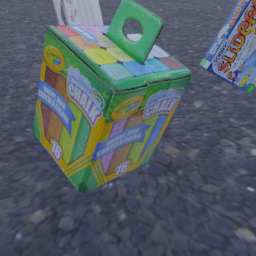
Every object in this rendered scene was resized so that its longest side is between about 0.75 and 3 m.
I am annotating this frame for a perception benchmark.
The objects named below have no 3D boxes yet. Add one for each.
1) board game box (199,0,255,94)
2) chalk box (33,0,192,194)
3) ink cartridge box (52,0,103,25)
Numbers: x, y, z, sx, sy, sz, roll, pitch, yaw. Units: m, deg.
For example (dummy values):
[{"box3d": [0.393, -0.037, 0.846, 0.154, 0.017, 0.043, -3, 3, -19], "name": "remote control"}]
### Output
[{"box3d": [1.645, -1.196, 3.676, 0.886, 1.308, 0.225, 19, 21, -25], "name": "board game box"}, {"box3d": [-0.281, -0.570, 4.288, 1.584, 2.558, 1.592, -19, 52, -40], "name": "chalk box"}, {"box3d": [-1.483, -3.083, 7.762, 0.575, 2.573, 2.267, -2, 22, 27], "name": "ink cartridge box"}]
